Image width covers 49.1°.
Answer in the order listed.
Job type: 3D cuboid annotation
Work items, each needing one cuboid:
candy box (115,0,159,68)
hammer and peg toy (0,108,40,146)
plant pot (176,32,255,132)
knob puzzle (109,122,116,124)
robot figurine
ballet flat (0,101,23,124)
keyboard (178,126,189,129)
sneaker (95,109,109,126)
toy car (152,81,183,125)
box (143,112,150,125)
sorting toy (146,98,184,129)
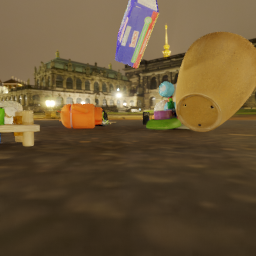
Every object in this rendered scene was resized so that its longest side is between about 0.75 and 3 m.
[{"bbox_3d":[0.224,-2.863,7.817,0.728,1.597,1.889,17,38,-10],"label":"candy box"},{"bbox_3d":[-2.051,-0.011,3.870,1.436,0.506,1.056,-1,2,-28],"label":"hammer and peg toy"},{"bbox_3d":[2.320,-1.122,7.898,2.374,2.374,2.547,1,36,33],"label":"plant pot"},{"bbox_3d":[-1.106,-0.312,17.125,0.967,0.134,0.967,-1,2,0],"label":"knob puzzle"},{"bbox_3d":[-1.715,-0.445,10.071,1.580,0.921,1.136,-1,12,-6],"label":"robot figurine"},{"bbox_3d":[-4.130,-0.262,8.506,0.904,0.978,2.900,25,17,20],"label":"ballet flat"},{"bbox_3d":[1.878,-0.048,10.191,0.658,0.125,2.338,-1,3,-27],"label":"keyboard"},{"bbox_3d":[-1.383,-0.516,13.458,0.698,0.806,1.946,0,2,5],"label":"sneaker"},{"bbox_3d":[2.174,-0.820,14.345,2.261,2.169,2.453,11,-34,-36],"label":"toy car"},{"bbox_3d":[1.016,-0.554,15.753,0.402,0.720,1.020,3,2,4],"label":"box"},{"bbox_3d":[1.691,-0.555,9.624,2.333,0.958,1.402,-6,7,-16],"label":"sorting toy"}]
